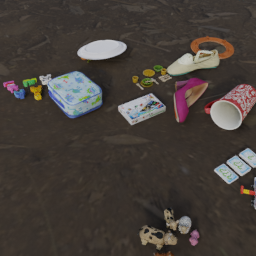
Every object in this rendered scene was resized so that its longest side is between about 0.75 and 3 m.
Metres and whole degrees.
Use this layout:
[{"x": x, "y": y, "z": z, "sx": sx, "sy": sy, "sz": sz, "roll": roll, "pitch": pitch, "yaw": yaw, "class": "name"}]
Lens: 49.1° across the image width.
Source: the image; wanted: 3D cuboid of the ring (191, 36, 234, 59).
[{"x": 4.232, "y": -4.084, "z": 14.044, "sx": 2.137, "sy": 0.205, "sz": 2.137, "roll": -1, "pitch": 45, "yaw": 0, "class": "ring"}]

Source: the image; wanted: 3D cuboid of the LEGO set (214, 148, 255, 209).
[{"x": 3.806, "y": 1.490, "z": 8.233, "sx": 1.503, "sy": 0.494, "sz": 2.012, "roll": -26, "pitch": 50, "yaw": -19, "class": "LEGO set"}]

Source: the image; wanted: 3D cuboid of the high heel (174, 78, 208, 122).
[{"x": 2.403, "y": -1.126, "z": 10.487, "sx": 1.293, "sy": 0.907, "sz": 2.689, "roll": -2, "pitch": 40, "yaw": 13, "class": "high heel"}]

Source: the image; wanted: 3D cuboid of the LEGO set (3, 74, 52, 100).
[{"x": -3.829, "y": -1.489, "z": 11.109, "sx": 1.841, "sy": 0.702, "sz": 0.756, "roll": -18, "pitch": 50, "yaw": -26, "class": "LEGO set"}]

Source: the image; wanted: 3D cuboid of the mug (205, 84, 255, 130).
[{"x": 3.778, "y": -0.936, "z": 10.235, "sx": 1.516, "sy": 1.139, "sz": 1.708, "roll": 33, "pitch": 50, "yaw": 26, "class": "mug"}]

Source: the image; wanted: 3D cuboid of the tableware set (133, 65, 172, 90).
[{"x": 0.979, "y": -2.282, "z": 12.178, "sx": 1.691, "sy": 0.260, "sz": 1.139, "roll": -24, "pitch": 49, "yaw": -22, "class": "tableware set"}]

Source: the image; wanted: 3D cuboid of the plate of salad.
[{"x": -1.218, "y": -3.642, "z": 13.351, "sx": 2.336, "sy": 0.561, "sz": 2.336, "roll": -5, "pitch": 36, "yaw": 3, "class": "plate of salad"}]

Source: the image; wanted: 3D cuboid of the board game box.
[{"x": 0.530, "y": -0.736, "z": 10.603, "sx": 1.529, "sy": 0.265, "sz": 0.965, "roll": -22, "pitch": 49, "yaw": -21, "class": "board game box"}]

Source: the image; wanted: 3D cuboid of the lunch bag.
[{"x": -2.076, "y": -1.321, "z": 10.798, "sx": 1.604, "sy": 0.823, "sz": 1.996, "roll": -29, "pitch": 52, "yaw": -28, "class": "lunch bag"}]

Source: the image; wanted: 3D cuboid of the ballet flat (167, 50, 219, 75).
[{"x": 2.933, "y": -3.012, "z": 12.513, "sx": 2.535, "sy": 0.880, "sz": 0.880, "roll": -14, "pitch": 46, "yaw": -14, "class": "ballet flat"}]

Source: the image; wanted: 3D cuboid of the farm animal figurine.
[{"x": 1.052, "y": 2.584, "z": 6.935, "sx": 1.374, "sy": 0.691, "sz": 1.109, "roll": -27, "pitch": 51, "yaw": -24, "class": "farm animal figurine"}]
